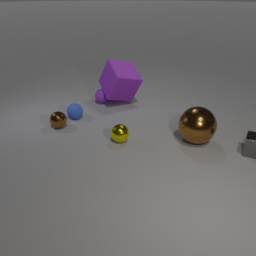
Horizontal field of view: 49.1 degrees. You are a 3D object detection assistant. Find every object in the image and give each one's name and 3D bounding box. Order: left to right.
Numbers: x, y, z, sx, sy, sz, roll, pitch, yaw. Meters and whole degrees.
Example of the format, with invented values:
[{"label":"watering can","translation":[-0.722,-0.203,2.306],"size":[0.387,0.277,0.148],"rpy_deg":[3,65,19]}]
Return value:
[{"label":"ball","translation":[-2.890,-0.344,11.612],"size":[0.700,0.700,0.700],"rpy_deg":[0,28,0]},{"label":"ball","translation":[-2.344,-0.744,12.373],"size":[0.700,0.700,0.700],"rpy_deg":[0,28,0]},{"label":"ball","translation":[-1.283,-1.596,13.863],"size":[0.700,0.700,0.700],"rpy_deg":[0,28,0]},{"label":"ball","translation":[-0.299,0.195,10.588],"size":[0.700,0.700,0.700],"rpy_deg":[0,28,0]},{"label":"cube","translation":[-0.375,-2.279,13.460],"size":[1.400,1.400,1.400],"rpy_deg":[0,49,-32]},{"label":"ball","translation":[2.575,-0.102,10.388],"size":[1.400,1.400,1.400],"rpy_deg":[0,28,0]},{"label":"cube","translation":[4.472,0.606,9.825],"size":[0.700,0.700,0.700],"rpy_deg":[13,31,23]}]
